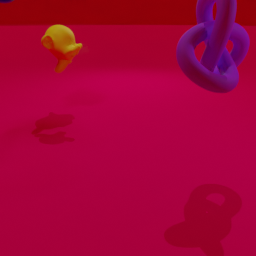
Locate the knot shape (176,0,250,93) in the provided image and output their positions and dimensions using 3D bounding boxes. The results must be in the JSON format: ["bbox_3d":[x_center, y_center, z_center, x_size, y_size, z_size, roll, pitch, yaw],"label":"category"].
[{"bbox_3d":[1.420,-1.460,4.560,0.811,1.643,1.756,4,18,33],"label":"knot shape"}]

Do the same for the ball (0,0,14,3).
[{"bbox_3d":[-2.621,-2.975,5.798,0.725,0.725,0.725,0,22,0],"label":"ball"}]

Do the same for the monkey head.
[{"bbox_3d":[-2.123,-2.446,8.575,1.090,1.302,1.810,36,19,-12],"label":"monkey head"}]
